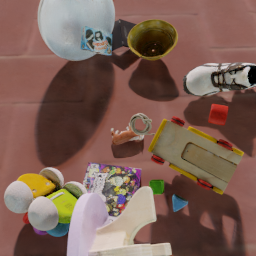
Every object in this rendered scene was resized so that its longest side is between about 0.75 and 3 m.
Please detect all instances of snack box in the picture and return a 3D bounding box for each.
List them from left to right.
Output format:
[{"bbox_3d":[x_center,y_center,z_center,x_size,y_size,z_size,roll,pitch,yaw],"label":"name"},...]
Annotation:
[{"bbox_3d":[-1.114,-3.109,10.068,0.248,0.777,1.337,8,7,40],"label":"snack box"}]

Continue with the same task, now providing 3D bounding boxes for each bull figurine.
[{"bbox_3d":[-0.024,0.194,8.484,1.026,0.334,0.623,-15,54,-12],"label":"bull figurine"}]

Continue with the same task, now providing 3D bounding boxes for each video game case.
[{"bbox_3d":[-0.492,1.766,7.375,1.519,0.300,1.676,7,55,6],"label":"video game case"}]

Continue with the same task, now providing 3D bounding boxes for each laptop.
[{"bbox_3d":[-0.275,-3.494,11.047,1.401,0.812,1.312,5,65,-28],"label":"laptop"}]

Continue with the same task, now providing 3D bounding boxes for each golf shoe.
[{"bbox_3d":[3.188,-1.677,9.061,2.793,1.320,1.086,-11,96,-5],"label":"golf shoe"}]

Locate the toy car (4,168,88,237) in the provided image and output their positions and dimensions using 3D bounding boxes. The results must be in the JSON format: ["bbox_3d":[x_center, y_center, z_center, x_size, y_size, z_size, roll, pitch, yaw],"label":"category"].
[{"bbox_3d":[-1.960,1.878,6.672,1.779,1.334,1.557,24,20,22],"label":"toy car"}]

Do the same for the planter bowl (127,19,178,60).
[{"bbox_3d":[0.914,-3.064,10.332,1.805,0.752,1.805,-3,64,7],"label":"planter bowl"}]

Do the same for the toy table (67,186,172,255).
[{"bbox_3d":[-0.107,2.602,5.663,1.583,2.485,2.703,-13,77,16],"label":"toy table"}]

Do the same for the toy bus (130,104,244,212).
[{"bbox_3d":[1.609,0.631,7.381,2.437,1.334,2.582,-18,81,11],"label":"toy bus"}]

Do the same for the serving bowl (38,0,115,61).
[{"bbox_3d":[-1.900,-3.923,9.975,2.870,2.870,0.944,-30,46,-19],"label":"serving bowl"}]
